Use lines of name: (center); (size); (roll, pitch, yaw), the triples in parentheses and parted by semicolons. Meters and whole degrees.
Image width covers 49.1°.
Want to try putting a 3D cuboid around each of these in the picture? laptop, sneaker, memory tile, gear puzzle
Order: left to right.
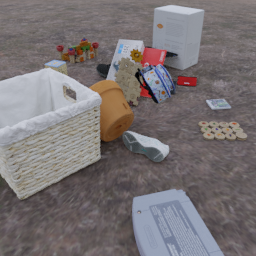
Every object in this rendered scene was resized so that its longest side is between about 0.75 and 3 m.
sneaker: (-0.521, -3.028, 14.168); (2.536, 1.039, 0.929); (18, 37, 27)
gear puzzle: (0.056, -2.312, 12.113); (1.375, 0.348, 2.654); (21, 70, -22)
sneaker: (0.562, 0.545, 9.111); (1.681, 0.591, 0.674); (27, 32, 27)
laptop: (1.027, -3.469, 14.977); (2.193, 1.278, 2.474); (27, 33, 34)
memory tile: (3.401, 0.086, 10.145); (1.530, 0.128, 1.173); (1, 33, 0)

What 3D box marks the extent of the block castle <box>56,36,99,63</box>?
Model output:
block castle: (-2.989, -4.797, 16.907); (1.519, 1.066, 2.273); (27, 41, 35)

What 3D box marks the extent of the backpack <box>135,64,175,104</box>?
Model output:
backpack: (0.977, -1.429, 9.242); (1.012, 1.313, 1.251); (-31, 28, 16)

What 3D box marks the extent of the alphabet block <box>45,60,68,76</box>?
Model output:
alphabet block: (-3.616, -2.888, 14.155); (0.801, 0.816, 0.797); (16, 35, 23)

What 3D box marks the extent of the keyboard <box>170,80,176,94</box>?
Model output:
keyboard: (1.821, -2.009, 13.408); (0.954, 0.155, 1.501); (5, 32, 8)

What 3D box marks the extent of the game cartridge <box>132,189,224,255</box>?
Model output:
game cartridge: (0.982, 2.410, 6.248); (1.592, 0.483, 2.388); (-5, 33, -14)

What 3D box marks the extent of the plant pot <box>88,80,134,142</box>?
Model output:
plant pot: (-0.713, -0.464, 9.493); (1.936, 1.936, 1.355); (-26, 64, -34)

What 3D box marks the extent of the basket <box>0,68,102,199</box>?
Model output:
basket: (-2.693, 0.005, 8.185); (2.948, 2.371, 2.921); (-26, 41, -35)

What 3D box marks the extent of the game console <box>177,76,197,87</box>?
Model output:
game console: (2.921, -2.297, 13.911); (0.921, 0.547, 0.794); (6, 64, 10)

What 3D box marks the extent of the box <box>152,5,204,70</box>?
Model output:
box: (2.704, -5.042, 15.537); (2.235, 2.936, 1.561); (27, 41, 34)

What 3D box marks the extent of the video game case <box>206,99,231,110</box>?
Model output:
video game case: (3.833, -1.012, 11.891); (0.821, 0.096, 0.746); (-4, 33, -6)

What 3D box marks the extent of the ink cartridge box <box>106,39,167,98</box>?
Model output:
ink cartridge box: (0.373, -2.757, 12.818); (2.280, 0.579, 2.588); (10, 73, 17)
